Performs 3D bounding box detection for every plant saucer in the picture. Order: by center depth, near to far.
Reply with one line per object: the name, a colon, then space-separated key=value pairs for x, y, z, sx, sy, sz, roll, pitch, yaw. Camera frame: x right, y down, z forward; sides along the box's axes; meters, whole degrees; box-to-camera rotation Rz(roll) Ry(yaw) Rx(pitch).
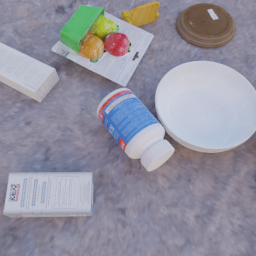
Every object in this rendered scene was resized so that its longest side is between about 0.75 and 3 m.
plant saucer: x=2.758 y=-3.690 z=9.860 sx=2.121 sy=0.313 sz=2.121 roll=0 pitch=61 yaw=0

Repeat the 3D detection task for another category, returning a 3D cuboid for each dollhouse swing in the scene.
dollhouse swing: x=0.419 y=-4.134 z=9.695 sx=1.144 sy=1.006 sz=1.040 roll=-21 pitch=64 yaw=-10

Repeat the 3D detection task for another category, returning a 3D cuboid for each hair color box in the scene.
hair color box: x=-1.855 y=1.618 z=6.789 sx=1.987 sy=0.602 sz=0.983 roll=0 pitch=66 yaw=-4

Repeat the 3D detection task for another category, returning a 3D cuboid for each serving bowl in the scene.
serving bowl: x=2.111 y=-0.514 z=7.821 sx=2.800 sy=0.921 sz=2.800 roll=0 pitch=62 yaw=-1

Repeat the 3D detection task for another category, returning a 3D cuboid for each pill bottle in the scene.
pill bottle: x=0.209 y=0.051 z=7.367 sx=1.189 sy=1.189 sz=2.118 roll=-32 pitch=66 yaw=-16

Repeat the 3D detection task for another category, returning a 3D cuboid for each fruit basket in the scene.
fruit basket: x=-0.757 y=-2.704 z=9.051 sx=2.561 sy=1.201 sz=2.372 roll=28 pitch=65 yaw=-3

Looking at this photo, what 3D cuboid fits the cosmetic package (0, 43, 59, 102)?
cosmetic package: x=-3.449 y=-1.780 z=8.659 sx=2.435 sy=0.617 sz=1.005 roll=27 pitch=65 yaw=14
